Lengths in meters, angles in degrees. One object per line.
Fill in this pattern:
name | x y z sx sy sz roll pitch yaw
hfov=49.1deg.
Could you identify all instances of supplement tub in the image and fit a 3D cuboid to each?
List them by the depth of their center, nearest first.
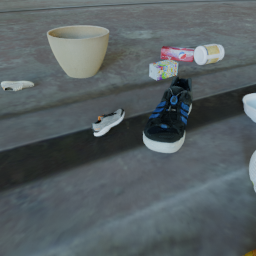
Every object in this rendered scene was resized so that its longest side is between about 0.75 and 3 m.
supplement tub | 3.469 -3.161 11.979 1.091 0.789 0.789 -14 34 -22

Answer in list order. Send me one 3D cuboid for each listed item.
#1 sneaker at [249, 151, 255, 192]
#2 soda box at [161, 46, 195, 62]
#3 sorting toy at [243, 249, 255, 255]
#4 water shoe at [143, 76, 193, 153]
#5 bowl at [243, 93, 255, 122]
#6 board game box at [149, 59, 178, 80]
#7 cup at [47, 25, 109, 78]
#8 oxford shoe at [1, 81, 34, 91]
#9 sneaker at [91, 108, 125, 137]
sneaker | 3.042 1.187 5.019 1.077 0.777 2.051 7 36 -12
soda box | 2.208 -3.311 12.495 1.440 0.504 0.456 8 32 13
sorting toy | 1.785 2.227 3.467 0.690 0.695 2.004 -13 23 24
water shoe | 1.061 -0.487 7.232 1.030 1.136 2.880 9 32 14
bowl | 3.776 -0.471 7.774 1.236 0.556 1.236 0 32 0
board game box | 1.362 -2.228 10.693 0.993 0.521 0.511 -20 37 -28
cup | -1.807 -2.851 10.663 2.261 1.617 2.261 -1 31 0
oxford shoe | -3.784 -1.427 9.627 1.052 0.396 0.304 -6 72 -24
sneaker | -0.501 -0.221 7.224 1.067 0.423 0.394 -40 24 -29
